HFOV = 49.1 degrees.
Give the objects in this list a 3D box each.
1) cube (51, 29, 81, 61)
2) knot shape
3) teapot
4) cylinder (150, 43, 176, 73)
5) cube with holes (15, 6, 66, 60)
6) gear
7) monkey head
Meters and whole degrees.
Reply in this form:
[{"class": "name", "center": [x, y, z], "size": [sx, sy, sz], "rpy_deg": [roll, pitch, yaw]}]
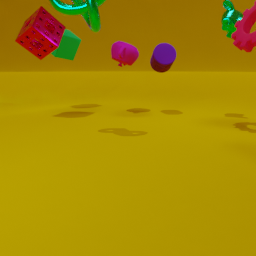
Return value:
[{"class": "cube", "center": [-2.743, -3.548, 11.721], "size": [0.979, 0.979, 0.979], "rpy_deg": [-3, 39, -50]}, {"class": "knot shape", "center": [-1.095, -2.904, 6.099], "size": [1.407, 1.503, 0.695], "rpy_deg": [25, 53, 10]}, {"class": "teapot", "center": [-0.159, -2.782, 10.807], "size": [1.100, 0.866, 1.769], "rpy_deg": [21, 5, 5]}, {"class": "cylinder", "center": [1.292, -2.584, 10.385], "size": [0.837, 0.837, 0.837], "rpy_deg": [-1, -9, -4]}, {"class": "cube with holes", "center": [-2.895, -3.131, 9.324], "size": [1.012, 1.012, 1.012], "rpy_deg": [-20, -41, 37]}, {"class": "gear", "center": [3.274, -2.622, 6.971], "size": [0.274, 1.482, 1.482], "rpy_deg": [27, 2, -22]}, {"class": "monkey head", "center": [3.471, -3.373, 8.834], "size": [1.018, 1.415, 0.852], "rpy_deg": [-12, 41, 48]}]
